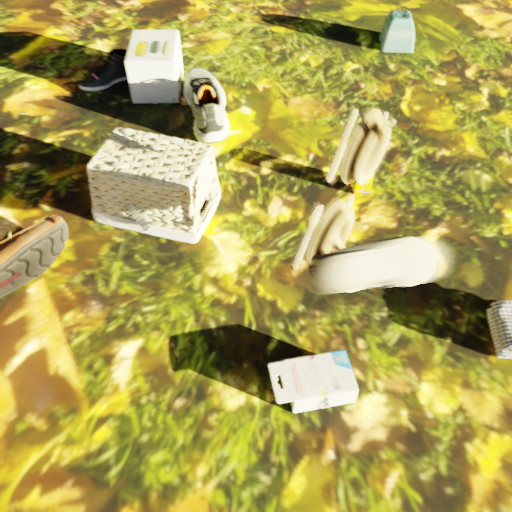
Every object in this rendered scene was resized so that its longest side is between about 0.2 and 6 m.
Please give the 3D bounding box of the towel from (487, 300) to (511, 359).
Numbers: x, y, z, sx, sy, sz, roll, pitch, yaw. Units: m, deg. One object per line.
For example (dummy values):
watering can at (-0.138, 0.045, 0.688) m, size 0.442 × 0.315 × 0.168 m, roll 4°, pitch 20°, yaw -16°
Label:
towel at (5.058, 1.370, 10.364) m, size 1.310 × 0.560 × 1.084 m, roll 2°, pitch 50°, yaw 2°

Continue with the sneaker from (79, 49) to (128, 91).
sneaker at (-4.295, -5.380, 16.042) m, size 1.805 × 0.895 × 0.638 m, roll -28°, pitch 56°, yaw -21°

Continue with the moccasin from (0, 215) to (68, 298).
moccasin at (-5.212, 0.198, 11.090) m, size 1.253 × 1.187 × 3.246 m, roll 41°, pitch 69°, yaw 20°

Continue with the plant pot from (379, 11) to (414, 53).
plant pot at (4.429, -7.024, 17.414) m, size 0.978 × 0.996 × 0.975 m, roll 3°, pitch 48°, yaw 2°

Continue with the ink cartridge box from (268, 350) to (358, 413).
ink cartridge box at (0.955, 2.195, 9.694) m, size 1.407 × 0.477 × 0.810 m, roll -8°, pitch 49°, yaw -7°

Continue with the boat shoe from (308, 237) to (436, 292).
boat shoe at (1.529, 0.080, 7.175) m, size 1.999 × 0.668 × 0.570 m, roll -5°, pitch 11°, yaw -38°

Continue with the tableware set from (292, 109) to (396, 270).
tableware set at (1.601, -0.975, 9.153) m, size 0.558 × 2.783 × 1.840 m, roll 28°, pitch 24°, yaw 20°

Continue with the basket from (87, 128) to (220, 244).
basket at (-2.233, -1.591, 12.276) m, size 2.555 × 1.576 × 1.732 m, roll 12°, pitch 49°, yaw 11°

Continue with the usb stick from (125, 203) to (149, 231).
usb stick at (-2.113, -0.690, 9.964) m, size 0.095 × 0.583 × 0.162 m, roll -28°, pitch 24°, yaw 20°

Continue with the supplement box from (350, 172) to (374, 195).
supplement box at (2.467, -1.827, 13.048) m, size 0.395 × 0.722 × 0.393 m, roll -6°, pitch 49°, yaw -5°

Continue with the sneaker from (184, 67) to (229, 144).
sneaker at (-1.317, -4.271, 14.896) m, size 1.102 × 1.182 × 2.981 m, roll -11°, pitch 48°, yaw -7°

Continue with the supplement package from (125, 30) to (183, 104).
supplement package at (-2.817, -5.311, 15.702) m, size 1.315 × 1.305 × 1.733 m, roll -1°, pitch 49°, yaw -1°
